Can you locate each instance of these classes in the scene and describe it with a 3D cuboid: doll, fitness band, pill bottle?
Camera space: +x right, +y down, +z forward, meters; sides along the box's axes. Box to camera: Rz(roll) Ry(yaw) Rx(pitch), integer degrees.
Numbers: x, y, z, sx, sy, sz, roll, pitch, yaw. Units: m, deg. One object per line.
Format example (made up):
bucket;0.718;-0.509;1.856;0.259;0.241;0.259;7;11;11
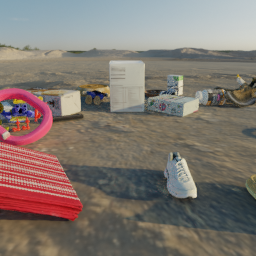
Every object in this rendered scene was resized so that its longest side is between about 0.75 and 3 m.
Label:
doll;-1.771;-1.768;15.232;1.527;0.542;2.239;6;17;2
fitness band;-3.699;-0.451;9.237;2.569;0.481;1.845;32;55;24
pill bottle;4.168;-1.554;14.169;1.358;0.790;0.790;-2;17;-4

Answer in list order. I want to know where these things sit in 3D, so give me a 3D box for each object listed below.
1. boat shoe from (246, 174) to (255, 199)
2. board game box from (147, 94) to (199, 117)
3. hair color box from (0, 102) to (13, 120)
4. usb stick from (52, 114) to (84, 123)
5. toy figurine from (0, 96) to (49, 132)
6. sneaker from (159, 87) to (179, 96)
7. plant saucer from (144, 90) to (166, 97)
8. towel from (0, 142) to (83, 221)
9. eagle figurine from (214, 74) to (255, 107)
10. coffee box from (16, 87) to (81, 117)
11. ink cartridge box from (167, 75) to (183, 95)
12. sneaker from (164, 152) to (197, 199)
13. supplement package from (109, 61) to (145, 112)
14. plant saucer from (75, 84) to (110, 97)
boat shoe;3.015;1.271;5.241;0.701;0.604;1.921;-5;18;-15
board game box;2.082;-1.094;12.972;1.909;0.614;1.409;15;22;38
hair color box;-5.418;-0.738;12.032;0.768;0.470;1.552;-10;21;-31
usb stick;-2.540;-0.395;11.317;1.471;0.240;0.408;-9;8;-28
toy figurine;-4.323;-0.355;10.622;2.414;1.273;1.446;-7;-10;-29
sneaker;2.573;-1.936;15.760;1.582;0.554;0.858;-23;23;-38
plant saucer;1.707;-2.041;16.662;1.507;0.260;1.507;0;16;0
towel;-2.156;0.927;5.695;1.965;0.305;2.717;19;7;-28
eagle figurine;5.839;-1.855;14.501;2.457;1.854;1.864;-31;-23;-2
coffee box;-3.553;-1.168;12.523;2.490;0.993;1.424;8;19;24
ink cartridge box;2.851;-2.604;16.988;0.841;1.152;0.486;14;25;41
sneaker;1.110;1.014;6.121;0.563;0.608;1.499;0;18;-6
supplement package;-0.062;-2.058;13.408;1.601;2.177;2.082;-1;18;-1
plant saucer;-2.166;-2.408;17.522;2.544;0.450;2.544;0;17;0
